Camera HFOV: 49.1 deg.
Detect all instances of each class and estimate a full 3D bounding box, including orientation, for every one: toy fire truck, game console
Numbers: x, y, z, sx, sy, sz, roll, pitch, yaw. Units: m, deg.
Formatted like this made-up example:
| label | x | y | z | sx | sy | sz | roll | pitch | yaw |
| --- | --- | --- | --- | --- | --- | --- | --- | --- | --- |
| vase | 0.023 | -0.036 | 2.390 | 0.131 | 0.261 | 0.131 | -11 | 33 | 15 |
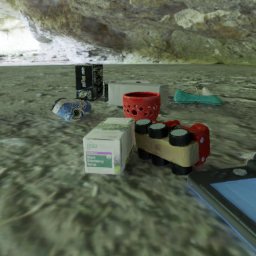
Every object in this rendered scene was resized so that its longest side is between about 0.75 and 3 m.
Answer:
| label | x | y | z | sx | sy | sz | roll | pitch | yaw |
| --- | --- | --- | --- | --- | --- | --- | --- | --- | --- |
| toy fire truck | 1.280 | 0.268 | 6.385 | 1.833 | 1.179 | 1.614 | -24 | 26 | -33 |
| game console | 2.427 | 0.573 | 4.116 | 2.209 | 1.531 | 2.588 | -3 | 15 | -15 |

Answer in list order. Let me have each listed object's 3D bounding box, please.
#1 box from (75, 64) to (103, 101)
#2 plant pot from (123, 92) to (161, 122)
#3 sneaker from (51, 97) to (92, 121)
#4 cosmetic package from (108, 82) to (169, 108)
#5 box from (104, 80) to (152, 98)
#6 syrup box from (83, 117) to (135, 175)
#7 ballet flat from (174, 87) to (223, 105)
| label | x | y | z | sx | sy | sz | roll | pitch | yaw |
| --- | --- | --- | --- | --- | --- | --- | --- | --- | --- |
| box | -1.906 | -2.345 | 14.106 | 0.889 | 1.690 | 2.064 | 3 | 17 | 8 |
| plant pot | 0.422 | -0.549 | 8.874 | 1.191 | 1.084 | 1.191 | 1 | 15 | 0 |
| sneaker | -1.863 | -0.597 | 10.040 | 0.786 | 0.773 | 2.041 | 40 | 22 | 13 |
| cosmetic package | 0.466 | -1.446 | 12.164 | 2.390 | 1.078 | 1.277 | 4 | 13 | 23 |
| box | -0.062 | -2.106 | 14.995 | 2.478 | 0.745 | 1.445 | -1 | 16 | -4 |
| syrup box | -0.343 | 0.329 | 6.327 | 0.750 | 0.776 | 1.904 | 2 | 16 | 10 |
| ballet flat | 3.236 | -1.495 | 12.782 | 2.198 | 0.774 | 0.740 | 4 | 13 | 11 |
